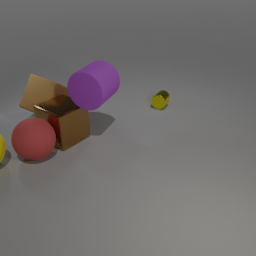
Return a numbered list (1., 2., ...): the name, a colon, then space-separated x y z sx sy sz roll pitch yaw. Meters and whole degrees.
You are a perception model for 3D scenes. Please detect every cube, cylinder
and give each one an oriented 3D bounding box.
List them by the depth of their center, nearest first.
1. cylinder: -1.175 -1.522 9.850 1.400 1.400 1.400 11 32 19
2. cube: -2.409 -0.244 10.379 1.400 1.400 1.400 21 35 31
3. cube: -3.252 -1.201 11.455 1.400 1.400 1.400 21 2 23
4. cylinder: 1.526 -1.323 13.039 0.700 0.700 0.700 14 32 23

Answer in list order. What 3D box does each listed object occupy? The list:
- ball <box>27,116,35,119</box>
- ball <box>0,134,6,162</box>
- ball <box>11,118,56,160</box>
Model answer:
1. ball: -3.669 -0.112 10.873 0.700 0.700 0.700 0 29 0
2. ball: -4.596 0.649 8.786 1.400 1.400 1.400 0 29 0
3. ball: -3.111 0.357 9.275 1.400 1.400 1.400 0 29 0
